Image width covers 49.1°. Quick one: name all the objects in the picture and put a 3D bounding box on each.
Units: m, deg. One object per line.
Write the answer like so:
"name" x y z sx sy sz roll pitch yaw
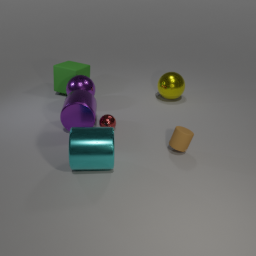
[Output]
"ball" 2.186 -2.137 14.164 1.400 1.400 1.400 0 30 0
"ball" -2.265 -1.847 13.472 1.400 1.400 1.400 0 30 0
"cylinder" 1.915 0.387 10.074 0.700 0.700 0.700 18 20 -7
"ball" -0.832 -0.215 11.475 0.700 0.700 0.700 0 30 0
"cube" -2.951 -2.643 14.807 1.400 1.400 1.400 16 28 18
"cylinder" -2.022 -0.707 11.672 1.400 1.400 1.400 -2 30 -3
"cylinder" -1.166 0.662 9.215 1.400 1.400 1.400 0 30 -5
